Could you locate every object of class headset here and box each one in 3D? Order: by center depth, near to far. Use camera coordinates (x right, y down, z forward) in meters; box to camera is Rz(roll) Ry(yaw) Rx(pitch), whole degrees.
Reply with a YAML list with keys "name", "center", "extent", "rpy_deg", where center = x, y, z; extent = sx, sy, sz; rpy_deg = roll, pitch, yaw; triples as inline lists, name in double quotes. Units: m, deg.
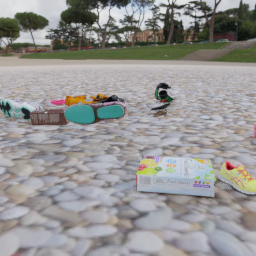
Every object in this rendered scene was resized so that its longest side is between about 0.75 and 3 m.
- name: "headset"
  center: [1.761, -1.962, 14.487]
  extent: [0.671, 0.882, 1.429]
  rpy_deg: [19, 30, 35]

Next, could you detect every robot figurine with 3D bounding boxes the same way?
- name: "robot figurine"
  center: [-1.985, -1.366, 14.618]
  extent: [2.417, 0.704, 1.753]
  rpy_deg: [-7, 19, -22]

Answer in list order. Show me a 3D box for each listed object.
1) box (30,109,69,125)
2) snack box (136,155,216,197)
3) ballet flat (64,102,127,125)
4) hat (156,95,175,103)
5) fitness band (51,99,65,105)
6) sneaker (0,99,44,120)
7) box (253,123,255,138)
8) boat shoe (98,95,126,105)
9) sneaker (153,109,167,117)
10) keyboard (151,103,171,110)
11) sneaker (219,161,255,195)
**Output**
- name: "box"
  center: [-3.295, -0.472, 11.876]
  extent: [1.498, 0.561, 0.750]
  rpy_deg: [0, 16, -6]
- name: "snack box"
  center: [1.115, 1.095, 6.652]
  extent: [1.722, 0.456, 1.225]
  rpy_deg: [3, 17, 10]
- name: "ballet flat"
  center: [-1.080, -0.553, 9.720]
  extent: [2.176, 0.752, 0.774]
  rpy_deg: [-6, 12, 8]
- name: "hat"
  center: [2.151, -1.536, 16.327]
  extent: [0.915, 0.805, 0.758]
  rpy_deg: [34, 4, -8]
- name: "fitness band"
  center: [-3.973, -1.495, 15.992]
  extent: [0.724, 0.189, 1.008]
  rpy_deg: [-15, 21, -41]
- name: "sneaker"
  center: [-4.791, -0.930, 13.057]
  extent: [2.065, 0.803, 1.444]
  rpy_deg: [19, 22, 19]
- name: "box"
  center: [4.862, 0.202, 9.619]
  extent: [0.551, 0.508, 1.073]
  rpy_deg: [-2, 17, -8]
- name: "boat shoe"
  center: [-0.783, -1.234, 13.662]
  extent: [0.814, 0.771, 2.328]
  rpy_deg: [33, 31, 23]
- name: "sneaker"
  center: [1.502, -0.730, 13.150]
  extent: [0.824, 0.311, 0.290]
  rpy_deg: [-12, 20, -37]
- name: "keyboard"
  center: [1.790, -1.070, 14.653]
  extent: [0.678, 0.258, 1.303]
  rpy_deg: [-17, 3, 40]
- name: "sneaker"
  center: [2.606, 1.121, 6.452]
  extent: [0.460, 0.531, 1.176]
  rpy_deg: [-10, 21, -35]
